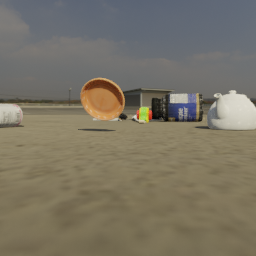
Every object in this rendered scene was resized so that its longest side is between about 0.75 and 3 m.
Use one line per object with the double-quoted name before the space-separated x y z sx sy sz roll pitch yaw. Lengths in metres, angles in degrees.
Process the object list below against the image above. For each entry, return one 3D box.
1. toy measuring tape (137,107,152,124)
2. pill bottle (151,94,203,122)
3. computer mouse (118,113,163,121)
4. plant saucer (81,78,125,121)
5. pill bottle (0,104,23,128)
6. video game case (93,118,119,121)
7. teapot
"toy measuring tape" 0.720 -0.604 12.965 0.798 0.798 2.170 0 3 8
"pill bottle" 2.512 -1.033 14.407 2.557 1.430 1.430 -1 3 10
"computer mouse" 0.685 -0.651 15.477 2.455 0.539 1.346 0 2 0
"plant saucer" -0.601 -0.703 6.793 1.104 1.104 0.207 1 30 14
"pill bottle" -4.187 -0.396 9.066 0.776 0.776 1.369 1 3 24
"video game case" -1.222 -0.505 16.394 1.129 0.142 1.241 2 4 34
"teapot" 3.109 -0.534 8.315 1.542 1.141 1.562 0 3 0
